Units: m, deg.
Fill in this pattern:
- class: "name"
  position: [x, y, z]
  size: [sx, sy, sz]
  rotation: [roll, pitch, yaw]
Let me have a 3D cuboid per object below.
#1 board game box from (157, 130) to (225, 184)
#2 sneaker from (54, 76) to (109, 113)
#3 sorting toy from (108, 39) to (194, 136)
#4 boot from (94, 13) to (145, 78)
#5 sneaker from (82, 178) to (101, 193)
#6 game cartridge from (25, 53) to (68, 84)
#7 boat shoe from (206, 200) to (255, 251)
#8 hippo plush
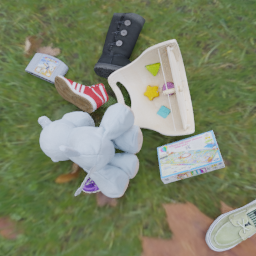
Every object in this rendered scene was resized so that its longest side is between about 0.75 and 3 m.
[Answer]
- class: "board game box"
  position: [1.592, 0.756, 7.346]
  size: [1.583, 0.271, 1.064]
  rotation: [-19, 43, 17]
- class: "sneaker"
  position: [-1.341, -1.119, 8.297]
  size: [1.682, 0.599, 0.946]
  rotation: [37, 45, 20]
- class: "sorting toy"
  position: [0.574, -0.971, 7.930]
  size: [2.187, 1.298, 2.430]
  rotation: [-10, 100, 17]
- class: "boot"
  position: [0.122, -2.544, 8.892]
  size: [1.857, 0.740, 2.253]
  rotation: [17, 68, 4]
- class: "sneaker"
  position: [-0.727, 1.467, 7.610]
  size: [1.103, 0.460, 0.445]
  rotation: [-11, 71, -3]
- class: "game cartridge"
  position: [-2.555, -1.912, 8.896]
  size: [1.190, 0.247, 0.792]
  rotation: [23, 77, 8]
- class: "boat shoe"
  position: [2.958, 2.396, 7.178]
  size: [2.153, 0.668, 0.775]
  rotation: [-30, 74, -10]
- class: "hippo plush"
  position: [-1.136, 0.629, 7.216]
  size: [2.215, 2.194, 2.755]
  rotation: [6, 30, 35]
